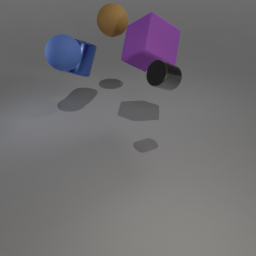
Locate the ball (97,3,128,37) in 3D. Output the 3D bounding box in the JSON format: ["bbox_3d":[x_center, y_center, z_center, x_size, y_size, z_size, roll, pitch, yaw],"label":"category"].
[{"bbox_3d":[-0.682,-4.782,12.447,1.400,1.400,1.400,0,31,0],"label":"ball"}]

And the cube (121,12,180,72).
[{"bbox_3d":[0.801,-2.928,9.902,1.400,1.400,1.400,18,-14,-35],"label":"cube"}]

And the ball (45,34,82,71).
[{"bbox_3d":[-2.523,-2.932,10.947,1.400,1.400,1.400,0,31,0],"label":"ball"}]

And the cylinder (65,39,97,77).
[{"bbox_3d":[-2.219,-3.110,12.335,1.400,1.400,1.400,16,12,-3],"label":"cylinder"}]

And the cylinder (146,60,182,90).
[{"bbox_3d":[0.963,-1.399,7.484,0.700,0.700,0.700,4,20,-47],"label":"cylinder"}]
